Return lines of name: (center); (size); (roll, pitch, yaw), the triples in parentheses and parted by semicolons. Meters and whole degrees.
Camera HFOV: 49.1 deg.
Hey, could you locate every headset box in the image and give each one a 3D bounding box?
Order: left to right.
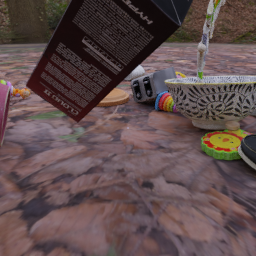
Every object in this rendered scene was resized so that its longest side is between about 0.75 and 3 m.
headset box: (-0.267, -1.540, 4.291); (2.892, 1.117, 2.152); (-36, 23, 50)

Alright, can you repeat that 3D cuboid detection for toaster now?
toaster: (1.082, -1.656, 10.701); (1.568, 0.930, 1.418); (-23, 10, -33)

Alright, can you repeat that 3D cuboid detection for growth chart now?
growth chart: (2.131, -2.759, 7.063); (0.260, 2.932, 2.122); (15, -9, 17)

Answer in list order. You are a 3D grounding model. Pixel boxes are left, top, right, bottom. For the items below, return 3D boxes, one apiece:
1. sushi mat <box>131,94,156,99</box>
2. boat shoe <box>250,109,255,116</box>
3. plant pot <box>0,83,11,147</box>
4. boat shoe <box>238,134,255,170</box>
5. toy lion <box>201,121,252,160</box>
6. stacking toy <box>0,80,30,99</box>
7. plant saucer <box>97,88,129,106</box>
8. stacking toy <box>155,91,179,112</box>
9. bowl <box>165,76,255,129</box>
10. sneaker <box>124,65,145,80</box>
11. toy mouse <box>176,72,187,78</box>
sushi mat: (0.904, -1.454, 11.687); (1.407, 0.085, 0.673); (11, 41, 18)
boat shoe: (4.695, -0.621, 8.964); (0.631, 0.701, 1.981); (-15, 24, -31)
plant pot: (-3.995, -0.433, 6.547); (2.139, 2.390, 2.390); (9, 17, -19)
boat shoe: (3.416, 0.640, 5.013); (1.077, 1.014, 3.000); (-18, 29, -29)
toy lion: (2.587, 0.386, 6.711); (1.487, 0.510, 1.425); (19, 35, 40)
stacking toy: (-4.962, -1.450, 10.944); (2.202, 1.278, 1.208); (6, 26, -28)
plant saucer: (-1.003, -1.308, 11.330); (2.106, 0.340, 2.106); (-1, 21, 0)
stacking toy: (1.581, -0.779, 9.709); (1.144, 0.664, 0.628); (27, 32, 31)
bowl: (2.527, -0.755, 8.154); (2.908, 1.365, 2.908); (-2, 14, 0)
sneaker: (-0.206, -3.301, 16.028); (2.466, 0.909, 1.425); (28, 32, 35)
toy mouse: (1.634, -1.913, 11.997); (2.098, 0.457, 2.361); (-29, 16, -21)
